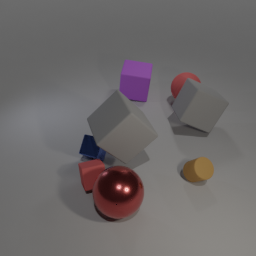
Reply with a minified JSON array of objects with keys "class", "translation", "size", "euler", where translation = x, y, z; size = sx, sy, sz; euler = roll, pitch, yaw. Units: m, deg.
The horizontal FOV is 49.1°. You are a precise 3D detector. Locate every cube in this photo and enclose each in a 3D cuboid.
[{"class":"cube","translation":[0.380,-2.328,13.773],"size":[1.400,1.400,1.400],"euler":[9,43,2]},{"class":"cube","translation":[-1.175,0.690,9.743],"size":[0.700,0.700,0.700],"euler":[11,78,17]},{"class":"cube","translation":[-0.194,-0.024,8.718],"size":[1.400,1.400,1.400],"euler":[-42,40,12]},{"class":"cube","translation":[2.769,-0.900,10.995],"size":[1.400,1.400,1.400],"euler":[20,24,-16]},{"class":"cube","translation":[-1.092,1.429,8.642],"size":[0.700,0.700,0.700],"euler":[-11,11,-17]}]

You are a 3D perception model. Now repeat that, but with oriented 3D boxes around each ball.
[{"class":"ball","translation":[-0.258,1.721,7.575],"size":[1.400,1.400,1.400],"euler":[0,32,0]},{"class":"ball","translation":[2.685,-1.862,12.954],"size":[1.400,1.400,1.400],"euler":[0,32,0]}]

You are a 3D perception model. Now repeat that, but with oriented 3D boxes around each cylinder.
[{"class":"cylinder","translation":[2.195,1.311,8.767],"size":[0.700,0.700,0.700],"euler":[6,71,-19]}]
